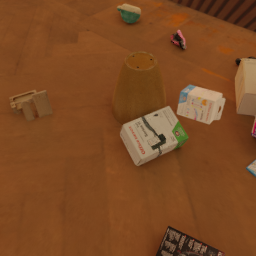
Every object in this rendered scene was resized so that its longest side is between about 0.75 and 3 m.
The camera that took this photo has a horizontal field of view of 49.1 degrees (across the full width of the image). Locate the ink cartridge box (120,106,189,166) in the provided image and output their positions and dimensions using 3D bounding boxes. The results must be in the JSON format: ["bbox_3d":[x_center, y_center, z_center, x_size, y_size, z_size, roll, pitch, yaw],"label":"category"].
[{"bbox_3d":[0.905,0.276,10.096,1.992,0.828,1.460,-23,72,-18],"label":"ink cartridge box"}]

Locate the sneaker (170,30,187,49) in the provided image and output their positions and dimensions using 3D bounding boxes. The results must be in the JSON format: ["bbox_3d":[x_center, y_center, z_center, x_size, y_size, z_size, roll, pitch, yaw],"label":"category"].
[{"bbox_3d":[2.631,-4.556,14.759,0.696,0.576,1.459,-19,47,7],"label":"sneaker"}]

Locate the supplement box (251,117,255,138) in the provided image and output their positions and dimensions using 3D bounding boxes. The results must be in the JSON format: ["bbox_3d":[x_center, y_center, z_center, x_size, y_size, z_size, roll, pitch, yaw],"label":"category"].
[{"bbox_3d":[5.422,-0.690,9.980,1.263,2.443,1.236,14,9,12],"label":"supplement box"}]

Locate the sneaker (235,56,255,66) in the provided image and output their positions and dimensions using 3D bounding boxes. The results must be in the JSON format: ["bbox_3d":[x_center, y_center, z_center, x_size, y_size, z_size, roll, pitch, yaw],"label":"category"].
[{"bbox_3d":[5.857,-3.226,13.628,1.300,0.432,0.588,10,47,3],"label":"sneaker"}]

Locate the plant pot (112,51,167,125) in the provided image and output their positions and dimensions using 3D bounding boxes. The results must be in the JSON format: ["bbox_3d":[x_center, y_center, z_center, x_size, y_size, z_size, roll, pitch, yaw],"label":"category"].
[{"bbox_3d":[0.443,-1.602,10.872,2.317,2.487,2.317,-1,50,1],"label":"plant pot"}]

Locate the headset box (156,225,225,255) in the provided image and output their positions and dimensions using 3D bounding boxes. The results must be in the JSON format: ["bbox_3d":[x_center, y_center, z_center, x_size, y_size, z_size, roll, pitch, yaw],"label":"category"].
[{"bbox_3d":[1.641,3.712,7.469,1.846,0.692,1.372,21,52,17],"label":"headset box"}]

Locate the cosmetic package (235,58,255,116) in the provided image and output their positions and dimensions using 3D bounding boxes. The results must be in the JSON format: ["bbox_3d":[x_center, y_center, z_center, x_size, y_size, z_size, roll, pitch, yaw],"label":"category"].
[{"bbox_3d":[5.127,-1.759,11.839,0.857,1.214,2.344,9,49,9],"label":"cosmetic package"}]

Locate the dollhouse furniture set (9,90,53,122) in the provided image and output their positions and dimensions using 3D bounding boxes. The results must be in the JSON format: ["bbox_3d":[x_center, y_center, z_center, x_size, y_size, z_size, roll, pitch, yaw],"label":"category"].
[{"bbox_3d":[-4.089,-1.265,11.385,1.441,1.235,1.515,-21,53,-17],"label":"dollhouse furniture set"}]

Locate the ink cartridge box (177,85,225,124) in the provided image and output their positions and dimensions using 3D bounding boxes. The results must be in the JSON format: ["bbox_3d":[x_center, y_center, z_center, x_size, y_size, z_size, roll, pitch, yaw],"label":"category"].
[{"bbox_3d":[1.927,-0.609,7.314,1.053,0.677,0.659,20,33,27],"label":"ink cartridge box"}]

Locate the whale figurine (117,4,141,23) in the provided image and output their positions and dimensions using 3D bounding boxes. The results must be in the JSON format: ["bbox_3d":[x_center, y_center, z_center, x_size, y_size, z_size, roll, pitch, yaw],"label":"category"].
[{"bbox_3d":[-0.004,-6.684,16.381,1.457,0.950,1.831,4,23,-26],"label":"whale figurine"}]

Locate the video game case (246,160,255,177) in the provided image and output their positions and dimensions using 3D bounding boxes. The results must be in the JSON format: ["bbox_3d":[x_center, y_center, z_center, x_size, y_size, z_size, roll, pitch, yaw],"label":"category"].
[{"bbox_3d":[4.769,1.391,9.864,1.026,0.091,0.735,-31,56,-24],"label":"video game case"}]
